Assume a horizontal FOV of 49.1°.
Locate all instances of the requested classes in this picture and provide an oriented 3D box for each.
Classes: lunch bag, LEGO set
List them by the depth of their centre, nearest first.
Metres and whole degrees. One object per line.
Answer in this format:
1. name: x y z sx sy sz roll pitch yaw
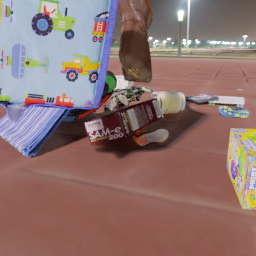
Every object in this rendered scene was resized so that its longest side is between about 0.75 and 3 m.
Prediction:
1. lunch bag: -1.194 -1.350 3.222 2.009 2.668 1.255 2 13 -24
2. LEGO set: -0.148 -1.149 9.947 1.795 0.783 2.764 -23 5 -15

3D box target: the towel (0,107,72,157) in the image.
1. towel: -2.602 -0.398 7.589 2.755 0.329 1.995 18 66 46

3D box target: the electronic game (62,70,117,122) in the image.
1. electronic game: -1.335 -0.958 8.846 2.331 2.331 0.485 -19 67 -47

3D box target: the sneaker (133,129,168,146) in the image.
1. sneaker: 0.580 0.168 7.637 0.997 0.387 0.559 -8 20 -26

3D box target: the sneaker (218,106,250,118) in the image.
1. sneaker: 3.829 -0.578 10.179 1.069 0.379 0.443 9 13 12

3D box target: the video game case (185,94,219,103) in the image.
1. video game case: 3.222 -1.327 12.546 1.017 0.135 1.424 -12 14 -15

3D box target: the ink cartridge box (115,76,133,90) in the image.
1. ink cartridge box: -0.692 -2.497 15.669 1.806 0.759 1.308 5 18 15

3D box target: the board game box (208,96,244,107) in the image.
1. board game box: 4.357 -1.183 12.378 1.439 0.186 1.439 6 19 21

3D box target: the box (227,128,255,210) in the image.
1. box: 2.692 0.675 5.003 1.494 0.946 1.551 3 18 10

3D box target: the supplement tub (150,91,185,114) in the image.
1. supplement tub: 1.485 -0.957 10.520 1.146 0.831 0.831 -5 18 -14

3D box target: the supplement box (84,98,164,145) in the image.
1. supplement box: -0.035 -0.227 7.841 1.204 0.674 2.212 -15 6 35

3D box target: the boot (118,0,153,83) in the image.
1. boot: -0.065 -2.317 6.102 0.751 2.338 2.179 -12 -29 35
